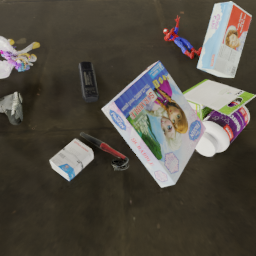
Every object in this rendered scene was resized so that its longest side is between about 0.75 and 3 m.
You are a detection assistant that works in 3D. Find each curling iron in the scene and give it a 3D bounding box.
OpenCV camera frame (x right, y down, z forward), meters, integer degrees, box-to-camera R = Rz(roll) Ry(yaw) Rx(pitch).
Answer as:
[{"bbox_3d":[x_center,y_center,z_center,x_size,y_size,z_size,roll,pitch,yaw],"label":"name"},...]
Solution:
[{"bbox_3d":[-0.900,0.741,9.931,2.341,0.299,0.580,35,57,28],"label":"curling iron"}]

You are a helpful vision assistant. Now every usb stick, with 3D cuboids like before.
[{"bbox_3d":[-1.762,-2.102,12.438,0.721,0.424,2.600,-4,47,-12],"label":"usb stick"}]

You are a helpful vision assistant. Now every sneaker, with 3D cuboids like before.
[{"bbox_3d":[-4.788,-0.655,11.016,1.106,0.719,1.916,-14,39,-6],"label":"sneaker"}]

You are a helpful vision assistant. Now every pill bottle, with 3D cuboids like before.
[{"bbox_3d":[3.275,0.007,9.949,1.246,1.246,2.217,33,56,26],"label":"pill bottle"}]

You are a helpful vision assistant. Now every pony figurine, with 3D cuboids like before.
[{"bbox_3d":[-5.359,-3.365,12.843,2.371,2.045,2.456,5,32,-7],"label":"pony figurine"}]

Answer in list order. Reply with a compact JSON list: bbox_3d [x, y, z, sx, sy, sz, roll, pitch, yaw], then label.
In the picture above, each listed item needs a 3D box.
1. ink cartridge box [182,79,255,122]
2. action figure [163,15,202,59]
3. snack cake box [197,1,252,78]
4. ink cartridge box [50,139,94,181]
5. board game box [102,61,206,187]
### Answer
[{"bbox_3d":[3.338,-0.903,10.660,1.685,0.864,2.280,-31,40,-25],"label":"ink cartridge box"},{"bbox_3d":[2.686,-4.739,14.313,0.851,1.291,2.608,-26,50,-22],"label":"action figure"},{"bbox_3d":[3.389,-3.028,9.845,1.301,2.263,0.760,9,9,-37],"label":"snack cake box"},{"bbox_3d":[-1.884,1.060,9.494,0.875,0.513,1.195,31,54,24],"label":"ink cartridge box"},{"bbox_3d":[0.770,-0.187,6.646,2.231,0.460,2.236,53,46,-12],"label":"board game box"}]
